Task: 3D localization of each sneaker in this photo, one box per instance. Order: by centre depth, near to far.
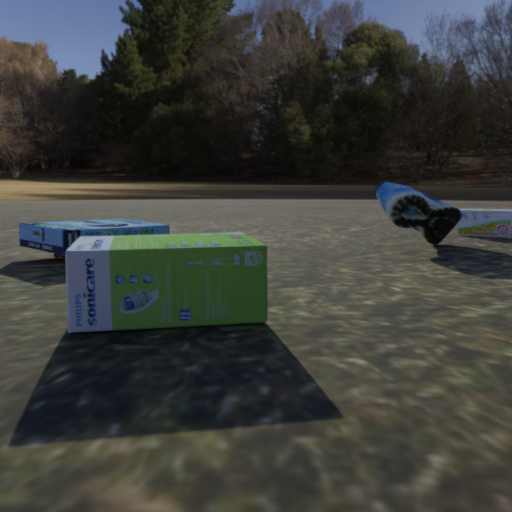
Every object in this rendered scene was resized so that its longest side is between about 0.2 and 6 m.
[{"bbox_3d":[3.371,-1.022,11.667,2.379,0.932,1.070,21,25,-41],"label":"sneaker"}]

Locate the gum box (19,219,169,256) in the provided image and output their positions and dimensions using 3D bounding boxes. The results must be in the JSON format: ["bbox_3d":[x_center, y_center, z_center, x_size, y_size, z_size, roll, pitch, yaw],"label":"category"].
[{"bbox_3d":[-2.870,-0.369,9.972,2.029,0.452,1.724,-7,11,-43],"label":"gum box"}]

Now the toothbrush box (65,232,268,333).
[{"bbox_3d":[-0.885,0.201,5.560,1.792,0.771,1.305,-1,8,-13],"label":"toothbrush box"}]

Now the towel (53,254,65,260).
[{"bbox_3d":[-2.731,-0.079,10.201,1.103,0.171,1.525,3,8,26],"label":"towel"}]

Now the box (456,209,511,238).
[{"bbox_3d":[5.809,-0.837,14.145,1.312,0.665,0.738,4,8,29],"label":"box"}]
